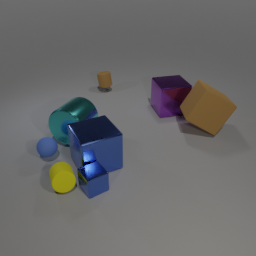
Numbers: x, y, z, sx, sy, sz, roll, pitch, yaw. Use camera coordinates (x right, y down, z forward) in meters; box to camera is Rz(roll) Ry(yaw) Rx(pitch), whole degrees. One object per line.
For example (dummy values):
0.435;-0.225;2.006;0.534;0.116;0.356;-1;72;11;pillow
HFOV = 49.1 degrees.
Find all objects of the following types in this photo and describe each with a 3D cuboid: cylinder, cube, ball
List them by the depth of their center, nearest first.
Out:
-1.044;1.551;8.439;0.700;0.700;0.700;-20;37;-29;cube
-1.982;1.476;8.446;0.700;0.700;0.700;-11;22;-18;cylinder
-1.085;0.606;9.303;1.400;1.400;1.400;-15;35;-23;cube
-2.762;0.655;9.568;0.700;0.700;0.700;0;32;0;ball
-2.028;-0.297;10.559;1.400;1.400;1.400;10;28;16;cylinder
3.106;-0.827;11.065;1.400;1.400;1.400;27;22;-13;cube
1.912;-1.455;12.663;1.400;1.400;1.400;-8;32;-12;cube
-1.203;-2.520;14.499;0.700;0.700;0.700;-7;26;4;cylinder
